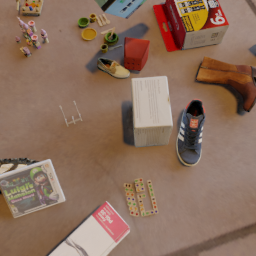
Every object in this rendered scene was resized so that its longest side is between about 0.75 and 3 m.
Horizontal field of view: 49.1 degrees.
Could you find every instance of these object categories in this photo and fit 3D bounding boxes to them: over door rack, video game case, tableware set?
[{"bbox_3d":[-2.074,-0.516,10.241,0.598,0.269,0.809,-21,89,-9],"label":"over door rack"},{"bbox_3d":[-3.006,1.907,8.758,1.672,0.195,1.520,-17,109,-7],"label":"video game case"},{"bbox_3d":[-1.234,-4.029,11.772,1.407,0.321,2.089,-23,69,-9],"label":"tableware set"}]

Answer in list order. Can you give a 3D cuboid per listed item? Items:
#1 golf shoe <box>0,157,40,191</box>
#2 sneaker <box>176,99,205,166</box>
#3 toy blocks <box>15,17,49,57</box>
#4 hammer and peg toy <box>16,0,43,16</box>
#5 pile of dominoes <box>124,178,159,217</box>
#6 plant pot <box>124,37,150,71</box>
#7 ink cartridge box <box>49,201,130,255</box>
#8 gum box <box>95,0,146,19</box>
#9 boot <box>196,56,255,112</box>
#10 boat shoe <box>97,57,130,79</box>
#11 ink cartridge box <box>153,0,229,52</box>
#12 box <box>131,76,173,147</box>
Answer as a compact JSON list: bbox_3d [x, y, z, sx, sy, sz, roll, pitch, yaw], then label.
[{"bbox_3d":[-4.141,1.652,9.042,2.925,1.137,1.382,-5,84,0],"label":"golf shoe"},{"bbox_3d":[2.191,0.082,9.617,0.895,1.008,2.386,6,67,2],"label":"sneaker"},{"bbox_3d":[-4.029,-3.771,11.279,1.203,1.013,1.125,-42,73,-16],"label":"toy blocks"},{"bbox_3d":[-4.353,-5.327,12.289,1.157,0.408,0.851,3,68,1],"label":"hammer and peg toy"},{"bbox_3d":[0.413,2.260,9.121,0.939,0.192,1.204,-11,67,-5],"label":"pile of dominoes"},{"bbox_3d":[0.262,-2.781,10.809,0.980,0.979,0.864,10,59,4],"label":"plant pot"},{"bbox_3d":[-1.106,3.323,7.813,2.360,1.729,0.977,-41,72,-16],"label":"ink cartridge box"},{"bbox_3d":[0.299,-4.412,8.578,2.220,2.613,0.582,-37,94,22],"label":"gum box"},{"bbox_3d":[3.726,-1.710,10.529,2.266,0.776,2.134,15,68,7],"label":"boot"},{"bbox_3d":[-0.582,-2.338,10.950,1.396,0.477,0.522,20,68,8],"label":"boat shoe"},{"bbox_3d":[2.481,-4.695,11.612,2.367,1.130,2.696,-12,68,-4],"label":"ink cartridge box"},{"bbox_3d":[0.749,-0.494,9.424,1.187,1.816,1.806,-3,66,1],"label":"box"}]
